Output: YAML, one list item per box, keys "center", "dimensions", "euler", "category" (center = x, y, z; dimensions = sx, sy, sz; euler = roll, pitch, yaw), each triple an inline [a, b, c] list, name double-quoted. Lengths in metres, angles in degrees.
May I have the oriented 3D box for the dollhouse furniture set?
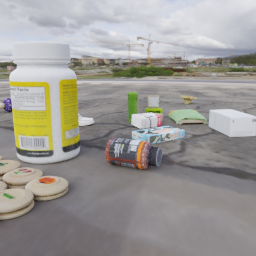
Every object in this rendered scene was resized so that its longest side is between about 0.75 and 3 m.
- center: [1.504, -0.817, 10.857]
  dimensions: [2.990, 1.154, 1.494]
  euler: [-1, 13, -5]
  category: "dollhouse furniture set"

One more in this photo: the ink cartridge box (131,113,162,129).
- center: [0.663, -0.273, 10.065]
  dimensions: [0.903, 0.381, 0.654]
  euler: [-7, 19, -30]
  category: "ink cartridge box"

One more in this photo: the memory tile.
- center: [-2.620, 0.971, 4.787]
  dimensions: [2.817, 0.237, 2.160]
  euler: [9, 16, 36]
  category: "memory tile"

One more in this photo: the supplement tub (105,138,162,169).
- center: [0.128, 0.546, 5.912]
  dimensions: [1.123, 0.601, 0.601]
  euler: [6, 14, 23]
  category: "supplement tub"

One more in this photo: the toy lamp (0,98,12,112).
- center: [-6.406, -0.898, 12.210]
  dimensions: [0.767, 0.767, 2.634]
  euler: [9, 16, 37]
  category: "toy lamp"

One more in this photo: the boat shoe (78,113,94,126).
- center: [-1.953, -0.353, 10.255]
  dimensions: [1.429, 0.495, 0.506]
  euler: [0, 11, -3]
  category: "boat shoe"

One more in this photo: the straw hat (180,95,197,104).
- center: [3.452, -1.589, 16.192]
  dimensions: [0.964, 0.408, 0.964]
  euler: [5, 18, -1]
  category: "straw hat"

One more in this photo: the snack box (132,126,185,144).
- center: [0.909, 0.191, 8.323]
  dimensions: [1.386, 0.257, 0.805]
  euler: [-8, 15, -33]
  category: "snack box"

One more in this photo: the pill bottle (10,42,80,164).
- center: [-1.904, -0.613, 6.495]
  dimensions: [1.481, 2.591, 1.481]
  euler: [0, 12, 0]
  category: "pill bottle"

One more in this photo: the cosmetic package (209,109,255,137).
- center: [3.393, -0.194, 9.218]
  dimensions: [0.904, 0.650, 1.602]
  euler: [-1, 13, -5]
  category: "cosmetic package"
